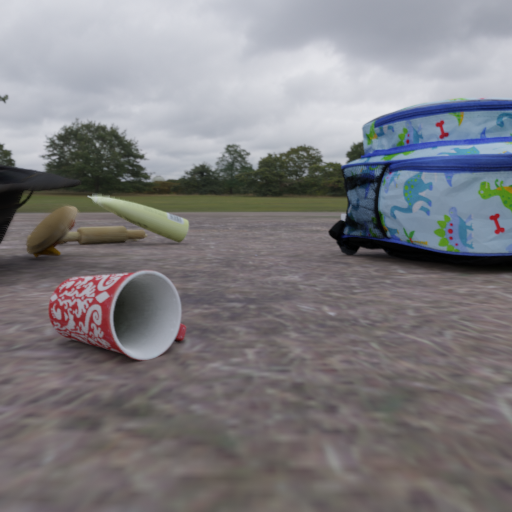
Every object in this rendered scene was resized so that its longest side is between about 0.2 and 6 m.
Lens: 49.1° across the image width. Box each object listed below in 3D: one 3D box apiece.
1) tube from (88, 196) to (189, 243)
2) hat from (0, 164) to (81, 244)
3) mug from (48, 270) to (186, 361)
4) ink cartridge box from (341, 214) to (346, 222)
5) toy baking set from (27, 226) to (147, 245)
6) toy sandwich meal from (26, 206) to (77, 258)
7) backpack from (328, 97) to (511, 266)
[{"bbox_3d":[-2.693,-0.924,12.908,2.315,0.601,0.672,21,-42,-31],"label":"tube"},{"bbox_3d":[-4.626,-0.673,8.275,3.968,1.601,3.968,11,7,-1],"label":"hat"},{"bbox_3d":[-0.987,0.462,3.967,0.868,0.771,0.579,-1,40,41],"label":"mug"},{"bbox_3d":[2.576,-0.631,13.196,0.435,0.744,1.283,-4,7,-33],"label":"ink cartridge box"},{"bbox_3d":[-4.176,-0.597,14.490,3.537,0.412,2.715,-4,7,-34],"label":"toy baking set"},{"bbox_3d":[-3.640,-0.386,10.148,1.276,0.437,1.276,-26,34,20],"label":"toy sandwich meal"},{"bbox_3d":[3.470,-1.227,9.341,3.380,2.714,3.693,-6,11,-18],"label":"backpack"}]
